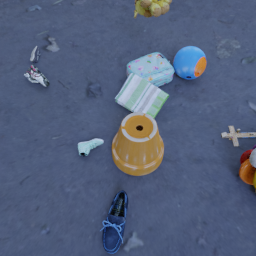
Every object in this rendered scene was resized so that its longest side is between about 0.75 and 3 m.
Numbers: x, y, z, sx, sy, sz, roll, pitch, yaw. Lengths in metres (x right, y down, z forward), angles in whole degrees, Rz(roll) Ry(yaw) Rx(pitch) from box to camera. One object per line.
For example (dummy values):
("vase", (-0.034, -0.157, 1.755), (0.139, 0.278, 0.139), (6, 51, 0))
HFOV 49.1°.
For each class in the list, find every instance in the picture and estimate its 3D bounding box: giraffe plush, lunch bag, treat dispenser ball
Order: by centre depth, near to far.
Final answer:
("giraffe plush", (0.787, -5.016, 11.364), (1.383, 1.299, 1.602), (-35, 91, -29))
("treat dispenser ball", (2.877, -3.033, 13.073), (1.513, 1.513, 1.513), (0, 56, 0))
("lunch bag", (1.095, -2.643, 13.209), (2.064, 0.796, 1.656), (-24, 59, -15))

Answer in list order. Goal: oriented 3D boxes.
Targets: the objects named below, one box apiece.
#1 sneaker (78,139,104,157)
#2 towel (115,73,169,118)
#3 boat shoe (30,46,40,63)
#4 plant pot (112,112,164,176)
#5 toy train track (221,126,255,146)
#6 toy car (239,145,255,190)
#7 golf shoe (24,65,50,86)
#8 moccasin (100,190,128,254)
("sneaker", (-1.457, 0.810, 11.121), (1.052, 0.387, 0.620), (-13, 51, 3))
("towel", (0.559, -1.330, 12.178), (2.037, 0.313, 1.520), (34, 97, 21))
("boat shoe", (-4.699, -3.739, 14.302), (0.358, 0.415, 1.142), (29, 41, -33))
("plant pot", (0.376, 0.469, 10.457), (2.043, 1.870, 2.043), (0, 56, 0))
("toy train track", (4.764, 0.246, 11.576), (1.746, 0.284, 1.001), (-2, 56, -2))
("toy car", (5.106, 1.274, 10.120), (2.439, 2.134, 1.829), (-27, 24, -16))
("golf shoe", (-4.268, -2.322, 13.213), (0.692, 0.606, 1.571), (-43, 59, -7))
("moccasin", (-0.476, 3.064, 9.415), (0.829, 0.703, 2.061), (6, 56, 4))
